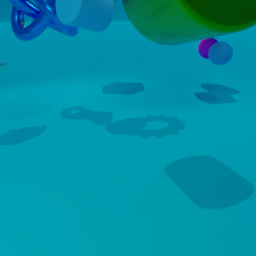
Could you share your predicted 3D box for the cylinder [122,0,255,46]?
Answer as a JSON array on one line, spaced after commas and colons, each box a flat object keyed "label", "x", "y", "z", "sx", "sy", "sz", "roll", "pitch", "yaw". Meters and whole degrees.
[{"label": "cylinder", "x": 0.657, "y": -1.491, "z": 2.757, "sx": 1.211, "sy": 1.211, "sz": 1.211, "roll": -7, "pitch": 12, "yaw": -16}]

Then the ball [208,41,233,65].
[{"label": "ball", "x": 2.937, "y": -2.366, "z": 8.893, "sx": 0.736, "sy": 0.736, "sz": 0.736, "roll": 0, "pitch": 23, "yaw": 0}]

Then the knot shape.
[{"label": "knot shape", "x": -1.862, "y": -2.618, "z": 6.086, "sx": 1.840, "sy": 1.966, "sz": 0.908, "roll": 36, "pitch": 52, "yaw": 0}]

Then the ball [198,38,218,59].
[{"label": "ball", "x": 3.025, "y": -2.987, "z": 10.475, "sx": 0.786, "sy": 0.786, "sz": 0.786, "roll": 0, "pitch": 23, "yaw": 0}]

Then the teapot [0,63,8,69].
[{"label": "teapot", "x": -3.310, "y": -1.229, "z": 5.659, "sx": 1.761, "sy": 1.095, "sz": 0.862, "roll": -14, "pitch": 18, "yaw": -42}]

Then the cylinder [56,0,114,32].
[{"label": "cylinder", "x": -0.816, "y": -2.311, "z": 5.335, "sx": 0.813, "sy": 0.813, "sz": 0.813, "roll": 21, "pitch": 18, "yaw": 40}]
